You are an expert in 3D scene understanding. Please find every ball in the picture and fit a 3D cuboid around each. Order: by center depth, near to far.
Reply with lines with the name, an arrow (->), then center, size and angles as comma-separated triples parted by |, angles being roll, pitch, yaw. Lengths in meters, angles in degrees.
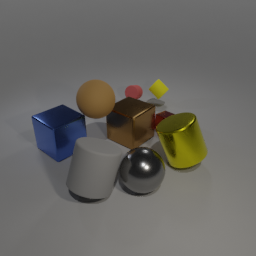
ball -> 0.433, 1.273, 8.519 | 1.400, 1.400, 1.400 | 0, 31, 0
ball -> -1.151, -1.030, 10.035 | 1.400, 1.400, 1.400 | 0, 31, 0

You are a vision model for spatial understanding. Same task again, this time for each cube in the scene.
cube -> -2.509, 0.148, 10.410 | 1.400, 1.400, 1.400 | 26, 39, 36
cube -> 0.111, -0.230, 11.033 | 1.400, 1.400, 1.400 | 23, 38, 34
cube -> 1.590, -0.236, 11.677 | 0.700, 0.700, 0.700 | 25, 32, 36

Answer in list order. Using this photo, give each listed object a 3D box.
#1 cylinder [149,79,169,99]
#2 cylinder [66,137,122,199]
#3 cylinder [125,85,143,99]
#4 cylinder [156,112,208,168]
cylinder -> 1.468, -1.857, 13.423 | 0.700, 0.700, 0.700 | 45, 39, -1
cylinder -> -1.011, 1.154, 8.340 | 1.400, 1.400, 1.400 | 15, 13, -3
cylinder -> 0.286, -1.730, 13.606 | 0.700, 0.700, 0.700 | 11, 13, 19
cylinder -> 1.820, 0.397, 9.478 | 1.400, 1.400, 1.400 | -21, 21, 8
